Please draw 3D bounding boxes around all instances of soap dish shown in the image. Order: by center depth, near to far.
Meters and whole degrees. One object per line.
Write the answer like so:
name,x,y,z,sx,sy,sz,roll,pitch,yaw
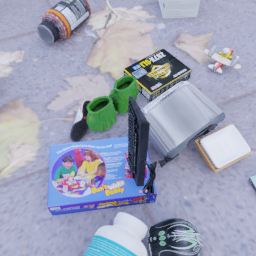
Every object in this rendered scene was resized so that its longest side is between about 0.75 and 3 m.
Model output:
soap dish,2.928,0.629,8.732,1.443,0.586,1.135,-24,71,-16

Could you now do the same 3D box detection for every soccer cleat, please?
soccer cleat,-1.605,-0.214,9.600,0.516,0.554,1.513,24,70,-19

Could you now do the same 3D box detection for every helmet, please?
helmet,1.200,2.836,6.910,1.221,1.281,1.281,-11,53,13

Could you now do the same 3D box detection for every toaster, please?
toaster,1.480,-0.173,8.620,2.640,1.500,1.705,-36,76,-9

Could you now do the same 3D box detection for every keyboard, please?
keyboard,0.270,0.649,6.636,0.267,2.592,1.647,-17,51,-14

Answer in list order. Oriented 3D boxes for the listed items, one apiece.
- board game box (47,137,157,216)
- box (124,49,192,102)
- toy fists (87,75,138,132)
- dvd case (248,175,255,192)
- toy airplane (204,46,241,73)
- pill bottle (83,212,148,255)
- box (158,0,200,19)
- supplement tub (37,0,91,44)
board game box,-0.793,1.330,8.276,2.957,0.662,1.988,-6,54,-4
box,1.135,-2.116,10.925,2.101,0.518,1.678,-31,58,-21
toy fists,-0.512,-0.787,9.543,0.796,1.180,2.314,29,58,29
dvd case,4.501,2.070,8.031,1.329,0.200,1.820,-12,55,-8
toy airplane,3.775,-2.791,11.196,1.225,0.865,1.220,-3,54,-2
pill bottle,-0.432,3.248,6.425,1.365,1.365,2.465,22,58,15
box,2.449,-6.305,13.605,1.734,1.133,1.725,-4,54,-3
supplement tub,-2.852,-4.780,12.368,1.360,1.360,2.542,25,58,17
